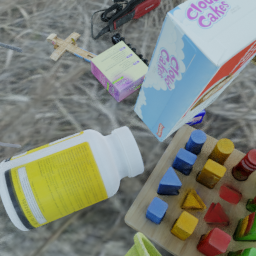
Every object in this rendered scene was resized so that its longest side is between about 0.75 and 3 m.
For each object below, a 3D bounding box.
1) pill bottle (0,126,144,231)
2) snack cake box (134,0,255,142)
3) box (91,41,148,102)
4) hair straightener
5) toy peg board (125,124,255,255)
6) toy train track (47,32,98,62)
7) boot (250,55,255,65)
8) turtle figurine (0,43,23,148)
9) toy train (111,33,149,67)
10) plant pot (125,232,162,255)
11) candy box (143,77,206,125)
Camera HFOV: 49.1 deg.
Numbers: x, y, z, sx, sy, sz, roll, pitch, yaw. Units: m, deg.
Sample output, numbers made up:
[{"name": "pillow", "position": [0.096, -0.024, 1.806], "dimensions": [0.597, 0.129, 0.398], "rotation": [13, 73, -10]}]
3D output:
[{"name": "pill bottle", "position": [-1.156, 0.964, 6.104], "dimensions": [2.811, 1.575, 1.575], "rotation": [-20, 63, -10]}, {"name": "snack cake box", "position": [0.926, -0.775, 3.784], "dimensions": [1.301, 2.262, 0.760], "rotation": [-35, 77, -19]}, {"name": "box", "position": [-0.219, -1.616, 7.992], "dimensions": [1.144, 0.629, 1.300], "rotation": [-37, 74, -18]}, {"name": "hair straightener", "position": [-0.216, -3.934, 9.488], "dimensions": [2.870, 0.587, 1.104], "rotation": [-41, 68, -15]}, {"name": "toy peg board", "position": [1.901, 1.387, 5.963], "dimensions": [2.920, 1.434, 2.933], "rotation": [29, 65, 15]}, {"name": "toy train track", "position": [-1.581, -2.481, 8.709], "dimensions": [2.274, 0.370, 1.304], "rotation": [28, 65, 14]}, {"name": "boot", "position": [2.702, -2.121, 5.336], "dimensions": [2.089, 0.760, 1.624], "rotation": [37, 80, -14]}, {"name": "turtle figurine", "position": [-3.055, -0.732, 4.736], "dimensions": [2.931, 2.842, 2.109], "rotation": [27, 98, -15]}, {"name": "toy train", "position": [0.040, -2.348, 8.676], "dimensions": [0.396, 0.295, 1.730], "rotation": [-35, 66, -14]}, {"name": "plant pot", "position": [0.019, 3.586, 4.260], "dimensions": [2.596, 2.824, 2.824], "rotation": [-37, 67, -6]}, {"name": "candy box", "position": [1.210, -0.765, 7.630], "dimensions": [1.266, 0.577, 1.497], "rotation": [-13, 61, -9]}]
